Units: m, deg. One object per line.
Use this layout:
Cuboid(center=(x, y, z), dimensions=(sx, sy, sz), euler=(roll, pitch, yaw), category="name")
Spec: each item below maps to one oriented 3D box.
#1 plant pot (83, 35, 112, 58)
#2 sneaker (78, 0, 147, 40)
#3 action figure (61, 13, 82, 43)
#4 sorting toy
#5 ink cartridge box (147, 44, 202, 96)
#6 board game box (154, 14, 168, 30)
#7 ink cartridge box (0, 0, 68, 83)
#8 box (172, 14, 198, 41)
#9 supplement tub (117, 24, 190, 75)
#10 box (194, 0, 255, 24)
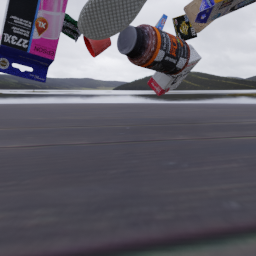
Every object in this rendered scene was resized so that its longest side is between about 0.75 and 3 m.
Cuboid(center=(-1.207, -3.472, 11.314), dimensions=(0.879, 0.994, 0.994), euler=(-30, 14, -13), category="plant pot")
Cuboid(center=(-0.020, -2.868, 5.725), dimensions=(2.436, 0.883, 1.389), euler=(-33, 34, 25), category="sneaker")
Cuboid(center=(-2.260, -3.270, 8.397), dimensions=(1.866, 0.510, 1.102), euler=(27, -25, -20), category="action figure")
Cuboid(center=(2.432, -3.874, 9.459), dimensions=(1.068, 0.989, 0.195), euler=(-40, 17, -18), category="sorting toy")
Cuboid(center=(1.766, -2.203, 10.712), dimensions=(1.318, 0.756, 1.814), euler=(-28, -15, -41), category="ink cartridge box")
Cuboid(center=(1.236, -4.168, 11.894), dimensions=(0.251, 0.848, 1.115), euler=(27, -23, -12), category="board game box")
Cuboid(center=(-2.478, -2.754, 7.335), dimensions=(1.404, 2.964, 0.550), euler=(10, 11, -31), category="ink cartridge box")
Cuboid(center=(2.175, -3.836, 10.718), dimensions=(0.768, 0.961, 0.237), euler=(-18, 18, -3), category="box")
Cuboid(center=(0.787, -2.405, 8.594), dimensions=(2.343, 1.253, 1.253), euler=(2, 3, -43), category="supplement tub")
Cuboid(center=(3.188, -3.769, 7.574), dimensions=(2.948, 0.611, 1.755), euler=(-20, 2, 8), category="box")
